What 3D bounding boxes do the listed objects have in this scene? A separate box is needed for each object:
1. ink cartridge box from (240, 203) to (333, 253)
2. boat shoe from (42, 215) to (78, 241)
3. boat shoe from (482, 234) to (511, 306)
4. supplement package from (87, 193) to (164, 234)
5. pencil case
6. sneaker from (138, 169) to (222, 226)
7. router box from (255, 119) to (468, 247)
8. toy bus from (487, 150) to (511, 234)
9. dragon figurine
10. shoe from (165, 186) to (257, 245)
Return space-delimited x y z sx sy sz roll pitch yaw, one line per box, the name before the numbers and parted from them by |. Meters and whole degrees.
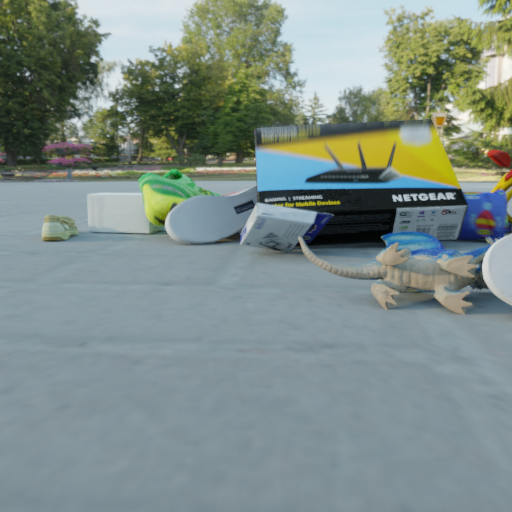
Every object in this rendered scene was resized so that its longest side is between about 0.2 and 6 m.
ink cartridge box | 0.463 -0.405 9.042 1.249 0.254 1.246 6 -22 -11
boat shoe | -4.076 -0.657 11.600 0.618 0.533 1.695 -1 9 -5
boat shoe | 3.596 0.241 5.538 2.747 0.943 0.778 2 -10 4
supplement package | -2.868 -0.960 12.412 1.460 0.856 0.853 2 8 15
pencil case | 3.718 -0.894 11.280 2.638 1.030 1.146 6 39 26
sneaker | -1.463 -1.303 12.166 1.093 1.233 2.950 -30 -11 19
router box | 1.761 -1.414 10.476 3.532 0.902 2.635 -3 46 0
toy bus | 5.584 -1.003 11.540 2.366 1.223 2.233 29 13 -44
dragon figurine | 1.752 0.130 6.281 2.463 0.725 1.224 3 10 14
shoe | -0.692 -0.734 11.318 2.641 0.944 1.201 -20 -6 -28
